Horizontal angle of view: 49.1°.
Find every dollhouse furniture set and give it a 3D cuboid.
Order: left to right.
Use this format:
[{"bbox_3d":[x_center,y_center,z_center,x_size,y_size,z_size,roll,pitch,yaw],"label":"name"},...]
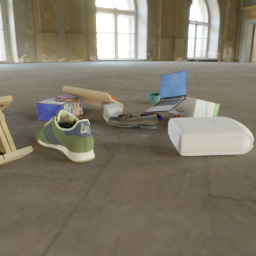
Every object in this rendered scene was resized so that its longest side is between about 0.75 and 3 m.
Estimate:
[{"bbox_3d":[-4.233,0.386,8.005,2.427,1.710,1.701,-24,-4,42],"label":"dollhouse furniture set"}]

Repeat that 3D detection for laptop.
[{"bbox_3d":[1.462,-1.396,10.983,1.604,0.929,1.501,-37,20,-29],"label":"laptop"}]

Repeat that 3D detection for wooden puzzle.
[{"bbox_3d":[-1.536,-1.453,13.120,2.266,0.456,2.450,11,-5,15],"label":"wooden puzzle"}]

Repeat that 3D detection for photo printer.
[{"bbox_3d":[2.650,0.210,9.049,2.384,0.828,1.983,-1,17,-2],"label":"photo printer"}]

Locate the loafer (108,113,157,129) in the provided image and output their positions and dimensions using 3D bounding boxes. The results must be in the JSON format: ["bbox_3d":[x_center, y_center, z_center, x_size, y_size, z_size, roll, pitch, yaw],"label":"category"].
[{"bbox_3d":[0.195,-0.375,11.091,1.958,0.616,0.703,5,17,-1],"label":"loafer"}]

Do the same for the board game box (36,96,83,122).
[{"bbox_3d":[-3.018,-0.875,12.569,1.334,0.811,1.674,6,18,18],"label":"board game box"}]

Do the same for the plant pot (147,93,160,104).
[{"bbox_3d":[1.435,-1.621,15.463,0.754,0.508,0.754,1,21,0],"label":"plant pot"}]

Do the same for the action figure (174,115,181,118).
[{"bbox_3d":[1.871,-0.093,10.993,0.348,0.527,1.065,10,42,21],"label":"action figure"}]

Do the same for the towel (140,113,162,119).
[{"bbox_3d":[1.029,-0.476,12.391,0.827,0.205,0.611,-6,25,-20],"label":"towel"}]

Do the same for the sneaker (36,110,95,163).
[{"bbox_3d":[-2.029,0.026,8.827,0.981,1.313,2.926,-15,23,-40],"label":"sneaker"}]

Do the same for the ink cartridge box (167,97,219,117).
[{"bbox_3d":[2.771,-0.849,11.855,1.849,0.809,1.344,2,12,-43],"label":"ink cartridge box"}]

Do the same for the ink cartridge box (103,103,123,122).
[{"bbox_3d":[-0.666,-0.658,12.132,0.663,0.660,0.904,-5,18,-17],"label":"ink cartridge box"}]
